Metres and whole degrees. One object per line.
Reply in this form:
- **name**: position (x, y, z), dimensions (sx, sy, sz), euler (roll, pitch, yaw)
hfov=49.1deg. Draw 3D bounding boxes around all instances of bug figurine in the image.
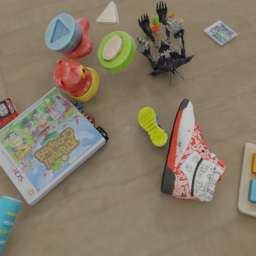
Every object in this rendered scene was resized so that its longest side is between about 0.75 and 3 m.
- **bug figurine**: position (1.336, -3.764, 10.054), dimensions (1.177, 0.303, 0.913), euler (-9, 57, 0)

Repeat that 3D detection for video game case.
- **video game case**: position (3.288, -3.383, 9.966), dimensions (0.800, 0.103, 0.880), euler (-35, 68, -16)
- **video game case**: position (-2.305, 0.394, 7.756), dimensions (2.560, 0.282, 2.330), euler (-41, 70, -11)

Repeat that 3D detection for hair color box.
- **hair color box**: position (-3.898, -0.322, 8.245), dimensions (1.224, 0.375, 0.621), euler (-29, 67, -13)

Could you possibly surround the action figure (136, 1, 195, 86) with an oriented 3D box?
- **action figure**: position (1.037, -2.701, 8.856), dimensions (1.610, 1.383, 2.709), euler (-24, 60, 16)

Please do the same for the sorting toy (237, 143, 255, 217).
- **sorting toy**: position (3.959, 1.452, 7.337), dimensions (1.908, 0.376, 2.061), euler (14, 63, 7)

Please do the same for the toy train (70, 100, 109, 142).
- **toy train**: position (-1.184, -0.217, 8.233), dimensions (0.409, 0.305, 1.788), euler (-38, 69, -19)

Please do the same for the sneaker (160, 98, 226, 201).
- **sneaker**: position (1.837, 0.576, 7.496), dimensions (1.462, 0.911, 2.729), euler (13, 67, 6)

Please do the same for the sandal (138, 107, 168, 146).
- **sandal**: position (0.735, 0.010, 7.988), dimensions (0.551, 0.604, 1.387), euler (-30, 60, 12)

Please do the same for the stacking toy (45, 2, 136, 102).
- **stacking toy**: position (-1.271, -2.460, 8.096), dimensions (2.496, 1.164, 2.757), euler (-29, 67, 21)

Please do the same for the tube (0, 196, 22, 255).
- **tube**: position (-3.005, 2.513, 6.332), dimensions (0.472, 0.726, 1.874), euler (6, 67, 29)
